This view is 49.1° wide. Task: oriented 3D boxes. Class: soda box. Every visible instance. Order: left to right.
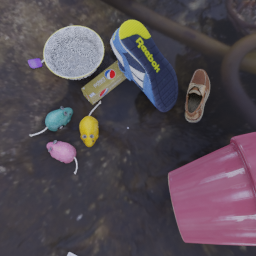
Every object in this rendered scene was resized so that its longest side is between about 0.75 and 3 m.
[{"bbox_3d":[-0.717,-1.449,8.913,1.526,0.517,0.488,-40,76,-11],"label":"soda box"}]

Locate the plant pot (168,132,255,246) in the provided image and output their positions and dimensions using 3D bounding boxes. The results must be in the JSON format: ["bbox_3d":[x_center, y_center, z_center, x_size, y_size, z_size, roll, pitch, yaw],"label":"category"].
[{"bbox_3d":[2.410,1.696,6.902,2.473,2.763,2.763,-16,72,11],"label":"plant pot"}]

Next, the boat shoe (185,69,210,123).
[{"bbox_3d":[2.066,-1.029,8.332,0.653,0.619,1.723,4,71,21],"label":"boat shoe"}]

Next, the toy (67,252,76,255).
[{"bbox_3d":[-1.494,4.296,7.049,1.073,0.440,1.863,24,73,7],"label":"toy"}]

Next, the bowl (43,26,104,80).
[{"bbox_3d":[-1.657,-2.220,8.979,1.877,0.881,1.877,0,71,0],"label":"bowl"}]

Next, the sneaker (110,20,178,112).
[{"bbox_3d":[0.500,-1.772,8.438,1.081,1.202,2.923,-42,112,-23],"label":"sneaker"}]

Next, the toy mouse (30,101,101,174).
[{"bbox_3d":[-1.970,0.157,8.406,2.126,0.463,2.393,3,72,1],"label":"toy mouse"}]

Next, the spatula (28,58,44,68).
[{"bbox_3d":[-2.696,-2.325,9.412,1.272,0.131,0.359,-22,75,-8],"label":"spatula"}]
